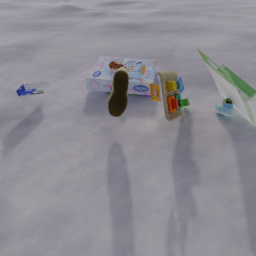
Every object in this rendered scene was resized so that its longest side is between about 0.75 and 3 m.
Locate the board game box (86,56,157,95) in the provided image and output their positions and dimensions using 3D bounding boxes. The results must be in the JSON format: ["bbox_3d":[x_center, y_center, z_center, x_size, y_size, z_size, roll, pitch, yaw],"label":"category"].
[{"bbox_3d":[-0.169,-2.208,11.446,2.534,0.523,2.540,6,34,6],"label":"board game box"}]

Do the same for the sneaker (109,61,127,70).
[{"bbox_3d":[-0.420,-2.364,10.909,0.896,0.346,0.327,30,89,40],"label":"sneaker"}]

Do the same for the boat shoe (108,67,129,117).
[{"bbox_3d":[-0.235,-1.073,8.404,0.597,1.613,0.535,14,38,-3],"label":"boat shoe"}]

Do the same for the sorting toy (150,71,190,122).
[{"bbox_3d":[1.452,-1.052,8.760,0.369,1.526,2.710,-9,7,31],"label":"sorting toy"}]

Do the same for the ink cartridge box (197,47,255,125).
[{"bbox_3d":[3.206,-1.413,8.628,0.605,2.525,1.837,-36,42,8],"label":"ink cartridge box"}]

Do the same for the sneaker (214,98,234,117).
[{"bbox_3d":[3.161,-0.759,9.202,0.357,0.586,0.898,-16,24,-16],"label":"sneaker"}]

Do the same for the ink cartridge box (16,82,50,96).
[{"bbox_3d":[-3.292,-1.367,9.779,0.502,0.236,1.067,-29,-5,35],"label":"ink cartridge box"}]
